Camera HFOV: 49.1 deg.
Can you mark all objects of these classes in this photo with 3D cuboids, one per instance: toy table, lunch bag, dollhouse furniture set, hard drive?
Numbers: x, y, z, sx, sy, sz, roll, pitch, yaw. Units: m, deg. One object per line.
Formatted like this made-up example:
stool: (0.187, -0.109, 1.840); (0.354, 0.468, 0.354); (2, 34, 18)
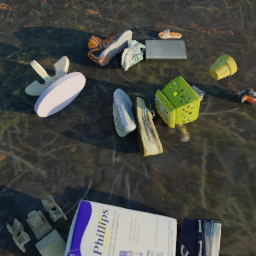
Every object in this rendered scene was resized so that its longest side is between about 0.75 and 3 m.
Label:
toy table: (-3.042, -1.739, 11.374); (2.357, 2.167, 1.380); (-36, 70, -10)
lunch bag: (2.790, -1.340, 11.980); (0.648, 0.465, 0.790); (37, 57, 23)
dollhouse furniture set: (-2.520, 3.262, 8.572); (1.545, 1.094, 1.682); (-35, 40, -23)
hard drive: (1.843, -3.809, 13.837); (1.960, 0.322, 1.368); (1, 54, 1)

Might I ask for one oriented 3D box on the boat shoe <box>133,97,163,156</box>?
boat shoe: (0.714, -0.085, 10.886); (0.783, 0.916, 2.499); (-5, 64, -9)

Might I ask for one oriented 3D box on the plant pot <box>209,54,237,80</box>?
plant pot: (3.622, -2.293, 10.845); (0.782, 0.831, 0.831); (-36, 61, -5)

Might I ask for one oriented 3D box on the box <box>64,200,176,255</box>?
box: (-0.309, 3.046, 7.393); (2.494, 2.294, 1.308); (14, 57, -8)

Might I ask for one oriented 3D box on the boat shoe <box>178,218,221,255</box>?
boat shoe: (2.000, 3.834, 8.117); (1.168, 0.941, 2.519); (4, 52, 20)

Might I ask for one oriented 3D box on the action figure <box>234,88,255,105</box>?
action figure: (5.242, -1.271, 11.730); (1.330, 0.696, 1.287); (15, 35, 5)

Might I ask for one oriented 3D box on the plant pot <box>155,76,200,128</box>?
plant pot: (1.887, -0.938, 11.157); (1.297, 1.422, 1.429); (-27, 58, -10)

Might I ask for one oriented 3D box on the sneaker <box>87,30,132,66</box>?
sneaker: (-1.020, -4.226, 13.729); (1.437, 0.995, 2.566); (35, 61, 21)

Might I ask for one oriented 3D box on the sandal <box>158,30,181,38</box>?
sandal: (2.195, -4.967, 14.654); (1.201, 0.344, 0.460); (0, 54, 0)

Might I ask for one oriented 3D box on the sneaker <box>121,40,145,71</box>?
sneaker: (0.259, -3.431, 13.300); (0.879, 0.790, 2.036); (18, 56, 9)

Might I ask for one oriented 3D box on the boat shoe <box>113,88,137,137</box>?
boat shoe: (-0.297, -0.678, 11.304); (0.747, 0.866, 2.407); (-40, 37, 24)
